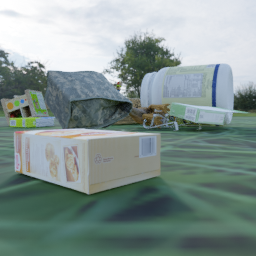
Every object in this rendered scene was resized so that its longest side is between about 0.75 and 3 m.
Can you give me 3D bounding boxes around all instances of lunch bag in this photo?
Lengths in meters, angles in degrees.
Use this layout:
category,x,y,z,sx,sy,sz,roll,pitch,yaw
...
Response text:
category,x,y,z,sx,sy,sz,roll,pitch,yaw
lunch bag,-0.962,-0.726,7.016,1.832,1.077,1.503,-9,40,-35

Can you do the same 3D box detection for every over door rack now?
category,x,y,z,sx,sy,sz,roll,pitch,yaw
over door rack,1.236,-0.175,7.955,1.016,0.458,1.376,-3,4,-35

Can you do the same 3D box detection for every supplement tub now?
category,x,y,z,sx,sy,sz,roll,pitch,yaw
supplement tub,2.183,-1.173,10.248,2.999,2.174,2.174,1,3,27

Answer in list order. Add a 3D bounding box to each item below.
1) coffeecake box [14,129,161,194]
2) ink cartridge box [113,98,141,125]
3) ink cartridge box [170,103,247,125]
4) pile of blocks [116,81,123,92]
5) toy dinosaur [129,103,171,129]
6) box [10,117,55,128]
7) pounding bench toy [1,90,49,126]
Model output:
category,x,y,z,sx,sy,sz,roll,pitch,yaw
coffeecake box,-0.311,0.185,2.049,0.878,0.321,0.674,3,4,42
ink cartridge box,-0.518,-0.744,12.478,2.433,1.109,2.953,1,4,44
ink cartridge box,2.239,-0.382,7.765,1.756,0.421,1.278,5,9,-25
pile of blocks,-0.479,-1.680,12.250,0.263,0.847,0.348,14,22,-16
toy dinosaur,0.381,-0.406,8.715,1.565,0.890,2.946,-4,-22,46
box,-3.220,-0.205,9.636,0.842,0.329,1.382,2,3,32
pounding bench toy,-3.887,-0.739,10.930,1.288,1.026,1.652,-18,-1,12
